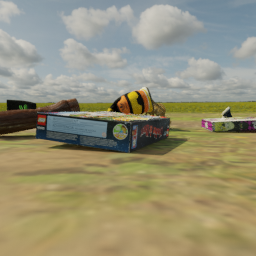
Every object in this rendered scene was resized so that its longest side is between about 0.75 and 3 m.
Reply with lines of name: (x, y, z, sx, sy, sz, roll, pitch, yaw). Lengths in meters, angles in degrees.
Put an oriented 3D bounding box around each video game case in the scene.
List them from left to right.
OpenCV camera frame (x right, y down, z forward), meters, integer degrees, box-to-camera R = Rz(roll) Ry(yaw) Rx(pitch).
video game case: (2.962, -0.118, 7.828, 1.546, 0.305, 1.706, -2, 4, 7)

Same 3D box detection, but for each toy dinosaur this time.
toy dinosaur: (0.881, -0.543, 8.820, 0.423, 1.452, 0.734, -21, -21, -42)

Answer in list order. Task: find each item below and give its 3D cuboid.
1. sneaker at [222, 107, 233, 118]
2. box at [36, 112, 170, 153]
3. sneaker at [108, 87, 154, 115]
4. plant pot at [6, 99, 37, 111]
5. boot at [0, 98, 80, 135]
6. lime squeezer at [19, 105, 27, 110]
sneaker: (3.621, -0.411, 10.054, 0.405, 0.359, 0.957, 48, -2, 25)
box: (-0.270, -0.024, 5.057, 1.569, 0.433, 2.297, 6, 6, 21)
sneaker: (-0.184, -0.586, 8.935, 1.206, 0.938, 2.681, -16, -3, -19)
plant pot: (-4.189, -0.671, 11.218, 0.846, 0.953, 0.951, -2, 3, 10)
boot: (-2.279, -0.143, 6.609, 1.989, 0.639, 1.854, -17, -9, -24)
lime squeezer: (-3.592, -0.473, 9.692, 0.330, 0.619, 1.751, -35, 18, -19)
